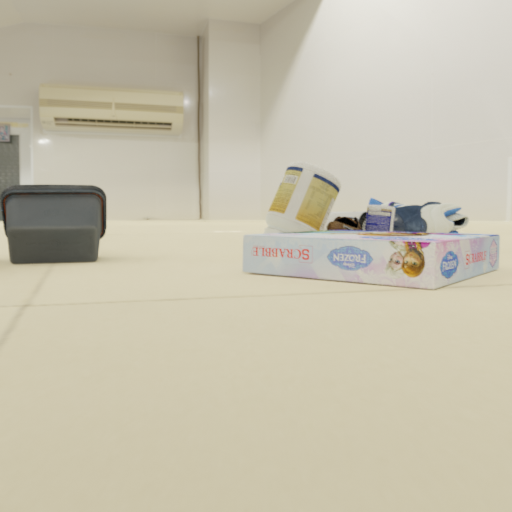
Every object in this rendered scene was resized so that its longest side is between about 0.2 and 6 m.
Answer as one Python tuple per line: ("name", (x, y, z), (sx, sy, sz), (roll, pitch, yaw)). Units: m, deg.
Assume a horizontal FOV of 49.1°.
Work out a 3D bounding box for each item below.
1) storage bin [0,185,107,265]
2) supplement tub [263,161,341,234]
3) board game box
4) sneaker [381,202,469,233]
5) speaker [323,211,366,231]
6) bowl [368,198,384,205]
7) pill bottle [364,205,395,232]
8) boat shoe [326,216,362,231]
("storage bin", (-3.368, -0.382, 9.345), (1.722, 1.253, 1.157), (-1, 32, -16))
("supplement tub", (0.837, -0.884, 10.558), (1.103, 1.527, 1.103), (24, -5, 2))
("board game box", (1.643, -0.043, 7.738), (2.652, 0.546, 2.645), (3, 6, 36))
("sneaker", (3.616, -0.658, 12.203), (1.922, 1.058, 2.625), (2, 6, 22))
("speaker", (2.214, -0.840, 15.808), (2.094, 0.850, 0.850), (4, 6, 43))
("bowl", (3.915, -0.954, 15.179), (2.005, 0.393, 2.005), (26, 12, -6))
("pill bottle", (2.364, -0.510, 10.792), (0.541, 0.903, 0.541), (6, 2, 0))
("boat shoe", (1.894, -0.441, 11.475), (0.732, 0.734, 2.028), (2, 5, 19))
